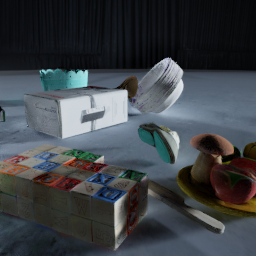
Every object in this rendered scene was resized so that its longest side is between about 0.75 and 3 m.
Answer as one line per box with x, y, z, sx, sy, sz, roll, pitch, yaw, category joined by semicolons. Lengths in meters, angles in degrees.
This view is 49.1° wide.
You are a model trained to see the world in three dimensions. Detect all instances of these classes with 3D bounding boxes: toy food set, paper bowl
1.828;0.630;4.754;2.972;0.971;1.749;-4;19;-35;toy food set
1.289;-1.584;11.556;1.269;2.440;2.440;39;7;-14;paper bowl

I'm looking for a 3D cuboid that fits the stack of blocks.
-0.899;0.933;4.520;2.389;0.700;1.376;8;17;27;stack of blocks

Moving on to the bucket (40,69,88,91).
-3.327;-2.239;14.789;2.518;1.638;2.518;1;14;0;bucket

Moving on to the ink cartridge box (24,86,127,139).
-1.731;-0.674;9.620;2.086;1.211;2.891;13;20;41;ink cartridge box

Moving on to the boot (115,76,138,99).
-0.694;-1.422;11.772;1.707;0.813;2.206;6;47;42;boot

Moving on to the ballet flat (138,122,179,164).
0.869;0.246;6.913;0.687;0.727;2.156;-17;18;-12;ballet flat

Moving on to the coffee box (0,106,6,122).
-4.993;-0.408;8.926;1.871;0.411;1.150;-7;17;-31;coffee box
